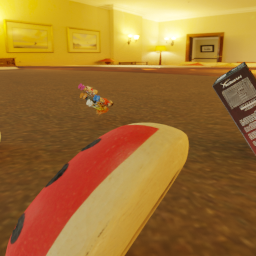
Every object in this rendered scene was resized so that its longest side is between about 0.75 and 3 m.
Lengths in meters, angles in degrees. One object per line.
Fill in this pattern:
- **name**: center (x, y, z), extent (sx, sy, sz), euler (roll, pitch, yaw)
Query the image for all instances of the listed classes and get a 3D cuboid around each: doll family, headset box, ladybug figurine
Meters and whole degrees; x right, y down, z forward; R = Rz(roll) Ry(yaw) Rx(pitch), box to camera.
- **doll family**: center (-1.065, -0.849, 8.980), extent (1.384, 0.624, 0.859), euler (39, 12, 37)
- **headset box**: center (2.728, -0.351, 6.068), extent (0.784, 2.030, 1.511), euler (-33, 1, 27)
- **ladybug figurine**: center (-0.227, 0.684, 2.474), extent (0.785, 1.482, 2.183), euler (33, 46, 14)
